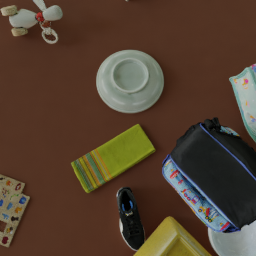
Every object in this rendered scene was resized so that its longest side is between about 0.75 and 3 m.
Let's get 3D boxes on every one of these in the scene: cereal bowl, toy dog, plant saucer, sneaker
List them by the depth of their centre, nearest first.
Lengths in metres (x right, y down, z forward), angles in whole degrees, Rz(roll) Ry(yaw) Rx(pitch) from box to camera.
[{"bbox_3d":[1.350,4.235,7.175,2.912,0.706,2.912,43,62,12],"label":"plant saucer"},{"bbox_3d":[0.033,2.590,7.917,0.672,1.029,1.839,-15,77,-4],"label":"sneaker"},{"bbox_3d":[3.087,2.971,7.995,1.685,0.702,1.685,0,77,0],"label":"cereal bowl"},{"bbox_3d":[0.069,-1.638,9.194,2.266,0.569,2.266,0,76,0],"label":"plant saucer"},{"bbox_3d":[-3.181,-3.781,9.546,2.024,1.335,0.975,10,38,-2],"label":"toy dog"}]

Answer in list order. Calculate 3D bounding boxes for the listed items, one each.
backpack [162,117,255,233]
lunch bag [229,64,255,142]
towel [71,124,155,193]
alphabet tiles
[{"bbox_3d":[2.545,1.093,7.519,2.629,2.880,1.937,47,109,15],"label":"backpack"},{"bbox_3d":[4.661,-0.783,8.481,2.195,1.572,2.577,-17,83,-9],"label":"lunch bag"},{"bbox_3d":[-0.456,0.918,8.745,2.509,0.227,1.080,-31,79,-7],"label":"towel"},{"bbox_3d":[-3.908,2.405,8.465,1.535,0.069,1.836,20,77,5],"label":"alphabet tiles"}]
